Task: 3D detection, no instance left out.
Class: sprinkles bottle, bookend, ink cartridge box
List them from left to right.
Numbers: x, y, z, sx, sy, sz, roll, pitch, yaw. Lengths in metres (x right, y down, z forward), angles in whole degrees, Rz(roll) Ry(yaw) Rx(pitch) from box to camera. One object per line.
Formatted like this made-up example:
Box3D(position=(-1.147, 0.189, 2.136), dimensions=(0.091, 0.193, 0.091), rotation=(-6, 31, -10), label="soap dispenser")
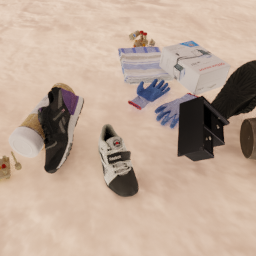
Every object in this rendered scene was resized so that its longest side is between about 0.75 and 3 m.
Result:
Box3D(position=(-2.822, -0.370, 9.616), dimensions=(1.013, 1.013, 2.969), rotation=(11, 44, 12), label="sprinkles bottle")
Box3D(position=(2.728, -2.578, 11.683), dimensions=(1.733, 1.016, 2.367), rotation=(-20, 48, -26), label="ink cartridge box")
Box3D(position=(2.226, 0.272, 8.045), dimensions=(0.787, 1.697, 1.708), rotation=(-18, 52, 39), label="bookend")

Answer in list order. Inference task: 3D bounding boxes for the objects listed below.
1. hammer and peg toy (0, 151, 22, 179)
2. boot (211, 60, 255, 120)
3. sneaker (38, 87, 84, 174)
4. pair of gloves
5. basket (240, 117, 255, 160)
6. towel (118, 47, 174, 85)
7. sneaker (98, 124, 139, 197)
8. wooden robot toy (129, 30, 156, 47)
Box3D(position=(-3.781, 1.195, 8.417), dimensions=(1.126, 0.397, 0.828), rotation=(-14, 43, -15), label="hammer and peg toy")
Box3D(position=(3.904, -1.251, 9.065), dimensions=(1.931, 2.583, 0.972), rotation=(-16, 66, -35), label="boot")
Box3D(position=(-2.338, -0.006, 8.619), dimensions=(1.223, 1.057, 2.792), rotation=(27, 54, -29), label="sneaker")
Box3D(position=(1.374, -1.051, 10.901), dimensions=(2.792, 0.318, 2.245), rotation=(29, 49, 26), label="pair of gloves")
Box3D(position=(4.784, 0.317, 8.615), dimensions=(2.247, 1.528, 2.026), rotation=(-2, 43, 3), label="basket")
Box3D(position=(0.733, -2.997, 12.945), dimensions=(2.193, 0.355, 2.986), rotation=(-5, 43, -6), label="towel")
Box3D(position=(-0.387, 0.871, 8.279), dimensions=(0.913, 1.091, 2.465), rotation=(-15, 46, -17), label="sneaker")
Box3D(position=(0.528, -4.448, 14.270), dimensions=(0.822, 0.799, 1.813), rotation=(-37, 53, -20), label="wooden robot toy")
